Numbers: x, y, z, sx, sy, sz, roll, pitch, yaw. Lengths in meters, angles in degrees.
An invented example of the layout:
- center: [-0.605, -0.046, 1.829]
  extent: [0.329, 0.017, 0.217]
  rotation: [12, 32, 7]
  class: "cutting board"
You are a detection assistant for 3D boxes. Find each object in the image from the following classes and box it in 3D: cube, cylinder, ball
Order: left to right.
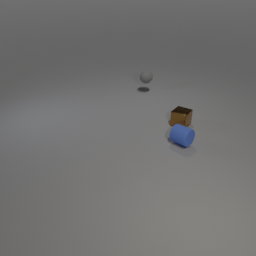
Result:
- center: [0.977, -2.728, 14.977]
  extent: [0.700, 0.700, 0.700]
  rotation: [0, 30, 0]
  class: "ball"
- center: [2.279, -0.441, 11.988]
  extent: [0.700, 0.700, 0.700]
  rotation: [19, 35, 30]
  class: "cube"
- center: [2.052, 0.274, 10.595]
  extent: [0.700, 0.700, 0.700]
  rotation: [-26, 37, -38]
  class: "cylinder"
